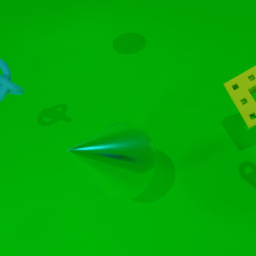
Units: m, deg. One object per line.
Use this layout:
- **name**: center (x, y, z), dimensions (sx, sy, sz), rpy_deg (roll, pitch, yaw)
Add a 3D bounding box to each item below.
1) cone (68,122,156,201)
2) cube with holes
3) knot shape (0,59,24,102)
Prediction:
- **cone**: center (-0.511, 0.477, 4.741), dimensions (1.510, 1.515, 1.510), rpy_deg (-7, 75, 28)
- **cube with holes**: center (2.826, -0.682, 5.987), dimensions (1.034, 1.034, 1.034), rpy_deg (-30, 76, 20)
- **knot shape**: center (-3.008, -1.007, 6.502), dimensions (1.086, 1.016, 0.502), rpy_deg (44, 40, -13)
